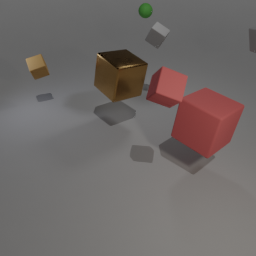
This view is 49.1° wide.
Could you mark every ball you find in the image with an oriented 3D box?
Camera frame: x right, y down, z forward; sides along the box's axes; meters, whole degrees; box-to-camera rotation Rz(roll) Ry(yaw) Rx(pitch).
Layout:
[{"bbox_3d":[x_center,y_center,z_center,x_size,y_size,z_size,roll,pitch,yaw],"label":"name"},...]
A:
[{"bbox_3d":[0.870,-5.829,13.916,0.700,0.700,0.700,0,32,0],"label":"ball"}]

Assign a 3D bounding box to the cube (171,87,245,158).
[{"bbox_3d":[2.385,-0.204,8.517,1.400,1.400,1.400,-24,46,-39],"label":"cube"}]

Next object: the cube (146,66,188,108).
[{"bbox_3d":[0.952,-0.992,6.953,0.700,0.700,0.700,18,-13,-13],"label":"cube"}]

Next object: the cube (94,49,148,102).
[{"bbox_3d":[-0.307,-2.025,10.693,1.400,1.400,1.400,-18,46,-34],"label":"cube"}]

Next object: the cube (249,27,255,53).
[{"bbox_3d":[4.058,-2.638,8.253,0.700,0.700,0.700,-12,23,3],"label":"cube"}]

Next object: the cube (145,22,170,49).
[{"bbox_3d":[1.288,-4.043,12.214,0.700,0.700,0.700,34,49,-1],"label":"cube"}]

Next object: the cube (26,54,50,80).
[{"bbox_3d":[-3.938,-2.667,12.249,0.700,0.700,0.700,-21,69,-7],"label":"cube"}]
